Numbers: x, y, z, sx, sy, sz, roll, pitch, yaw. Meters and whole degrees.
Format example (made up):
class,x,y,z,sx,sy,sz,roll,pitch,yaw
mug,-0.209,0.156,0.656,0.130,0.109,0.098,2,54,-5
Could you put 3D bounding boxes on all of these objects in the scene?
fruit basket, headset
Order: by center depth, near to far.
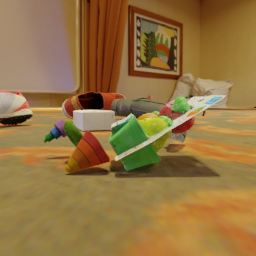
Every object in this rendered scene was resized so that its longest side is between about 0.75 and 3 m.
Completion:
class,x,y,z,sx,sy,sz,roll,pitch,yaw
fruit basket,0.332,-0.070,2.941,1.136,0.532,1.052,-37,6,2
headset,2.061,-0.682,8.606,0.774,0.364,0.478,34,-36,-6

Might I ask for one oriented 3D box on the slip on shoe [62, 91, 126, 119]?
class,x,y,z,sx,sy,sz,roll,pitch,yaw
slip on shoe,-1.040,-0.897,10.540,2.943,1.090,0.901,-9,-14,-46

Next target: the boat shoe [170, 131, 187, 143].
class,x,y,z,sx,sy,sz,roll,pitch,yaw
boat shoe,0.660,0.034,4.112,0.277,0.321,0.892,14,-12,22

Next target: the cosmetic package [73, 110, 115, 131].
class,x,y,z,sx,sy,sz,roll,pitch,yaw
cosmetic package,-0.952,-0.234,7.345,0.781,0.479,1.892,-5,6,-18

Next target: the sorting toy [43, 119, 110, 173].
class,x,y,z,sx,sy,sz,roll,pitch,yaw
sorting toy,-0.633,0.193,2.932,0.387,0.390,1.125,-38,32,-20

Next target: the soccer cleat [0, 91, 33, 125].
class,x,y,z,sx,sy,sz,roll,pitch,yaw
soccer cleat,-3.703,-0.589,7.566,0.892,0.957,2.615,-25,-6,21

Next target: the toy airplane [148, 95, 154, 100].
class,x,y,z,sx,sy,sz,roll,pitch,yaw
toy airplane,0.789,-1.106,12.560,0.183,0.994,0.994,34,20,24

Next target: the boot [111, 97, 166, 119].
class,x,y,z,sx,sy,sz,roll,pitch,yaw
boot,0.835,-0.469,7.760,2.127,0.772,1.934,4,11,42
